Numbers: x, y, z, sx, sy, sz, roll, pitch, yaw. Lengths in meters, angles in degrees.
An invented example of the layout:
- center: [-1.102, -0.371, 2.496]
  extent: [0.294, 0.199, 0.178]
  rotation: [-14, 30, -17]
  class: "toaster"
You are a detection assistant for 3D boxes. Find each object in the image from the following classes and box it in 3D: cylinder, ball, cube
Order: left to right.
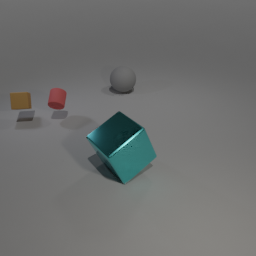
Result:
- center: [-4.539, -1.147, 11.892]
  extent: [0.700, 0.700, 0.700]
  rotation: [-4, 4, -8]
  class: "cube"
- center: [-3.017, -1.242, 11.953]
  extent: [0.700, 0.700, 0.700]
  rotation: [2, 66, 3]
  class: "cylinder"
- center: [-0.190, 0.597, 8.876]
  extent: [1.400, 1.400, 1.400]
  rotation: [-39, 42, -14]
  class: "cube"
- center: [-0.267, -2.612, 14.942]
  extent: [1.400, 1.400, 1.400]
  rotation: [0, 30, 0]
  class: "ball"
